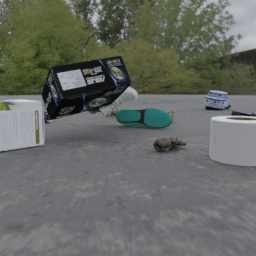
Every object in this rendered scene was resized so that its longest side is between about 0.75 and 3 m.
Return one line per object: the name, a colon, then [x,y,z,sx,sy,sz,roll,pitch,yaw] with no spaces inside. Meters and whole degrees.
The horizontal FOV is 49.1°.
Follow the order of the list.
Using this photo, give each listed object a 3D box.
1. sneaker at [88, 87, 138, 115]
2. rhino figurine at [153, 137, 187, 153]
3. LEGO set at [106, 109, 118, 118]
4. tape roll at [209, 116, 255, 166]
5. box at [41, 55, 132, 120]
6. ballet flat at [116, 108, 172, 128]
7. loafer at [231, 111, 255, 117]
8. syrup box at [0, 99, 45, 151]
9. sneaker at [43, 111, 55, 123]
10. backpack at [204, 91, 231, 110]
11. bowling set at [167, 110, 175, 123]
sneaker: [-0.601,-0.889,10.234,2.035,1.011,0.793,-11,-39,25]
rhino figurine: [1.023,0.374,6.648,1.011,0.302,0.442,-5,10,-39]
LEGO set: [-0.688,-0.639,13.701,0.755,0.329,1.163,4,22,35]
tape roll: [2.330,0.221,5.792,1.234,0.847,1.234,1,9,0]
box: [-1.249,-1.149,8.160,2.148,0.925,1.759,-17,-9,-29]
ballet flat: [0.624,-0.361,10.329,2.146,0.723,0.755,5,-5,20]
loafer: [5.025,-0.460,11.622,1.450,0.457,0.521,4,9,24]
syrup box: [-3.528,-0.040,6.427,2.914,1.186,1.147,-9,13,-40]
sneaker: [-3.503,-0.442,11.381,0.499,0.493,1.256,-2,5,28]
backpack: [5.626,-1.740,17.897,1.643,1.266,1.565,8,22,30]
bowling set: [1.417,-0.453,11.281,0.709,0.547,1.018,5,10,28]
